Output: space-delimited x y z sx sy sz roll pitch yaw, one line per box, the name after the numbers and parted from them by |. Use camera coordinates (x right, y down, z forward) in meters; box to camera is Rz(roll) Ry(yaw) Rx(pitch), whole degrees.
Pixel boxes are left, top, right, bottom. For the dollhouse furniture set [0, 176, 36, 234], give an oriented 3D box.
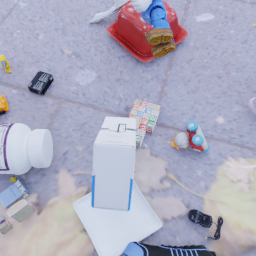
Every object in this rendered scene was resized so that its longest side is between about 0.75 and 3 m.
-3.232 1.959 7.468 1.096 0.757 1.160 -36 66 -18 | dollhouse furniture set

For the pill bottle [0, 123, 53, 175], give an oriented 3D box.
-3.519 0.594 7.824 2.596 1.458 1.458 -1 61 0 | pill bottle

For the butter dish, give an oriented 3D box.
0.731 -4.003 10.197 2.431 1.802 2.437 -36 67 -17 | butter dish

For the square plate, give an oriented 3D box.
-0.302 2.346 7.538 1.790 0.257 1.808 -28 65 -15 | square plate

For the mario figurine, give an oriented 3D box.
0.503 -3.437 8.100 1.476 1.719 2.785 -1 70 -20 | mario figurine

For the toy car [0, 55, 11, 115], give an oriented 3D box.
-4.657 -1.427 9.321 1.223 0.830 2.493 -8 62 -5 | toy car

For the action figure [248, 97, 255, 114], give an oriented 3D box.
5.459 -1.374 9.247 1.864 2.073 2.783 44 46 -13 | action figure

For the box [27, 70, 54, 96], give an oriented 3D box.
-3.010 -1.556 9.690 0.545 0.305 0.773 21 63 8 | box

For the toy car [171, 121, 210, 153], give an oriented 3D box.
1.797 0.411 8.419 1.003 0.924 0.887 -25 60 19 | toy car

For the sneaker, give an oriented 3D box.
1.324 3.216 6.635 2.843 0.997 1.107 22 59 14 | sneaker

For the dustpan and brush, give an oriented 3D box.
-0.192 -4.923 11.051 2.996 0.858 2.091 -13 17 6 | dustpan and brush

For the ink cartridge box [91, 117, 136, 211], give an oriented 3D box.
-0.274 0.728 6.707 0.885 1.532 2.098 4 17 1 | ink cartridge box

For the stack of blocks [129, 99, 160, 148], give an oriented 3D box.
0.414 -0.130 8.819 0.837 0.426 1.454 17 62 9 | stack of blocks

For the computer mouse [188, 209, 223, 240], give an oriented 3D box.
2.016 2.591 7.446 0.963 0.222 0.676 14 65 2 | computer mouse
